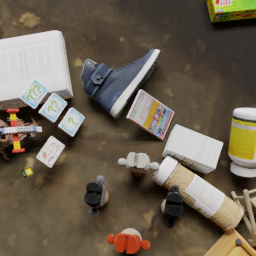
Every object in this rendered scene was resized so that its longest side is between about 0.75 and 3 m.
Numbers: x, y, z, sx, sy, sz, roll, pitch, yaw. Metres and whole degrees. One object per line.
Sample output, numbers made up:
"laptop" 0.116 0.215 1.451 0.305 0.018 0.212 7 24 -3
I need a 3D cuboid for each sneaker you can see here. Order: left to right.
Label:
"sneaker" -0.331 -1.971 9.327 1.991 1.048 2.756 37 78 7

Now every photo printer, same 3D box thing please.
"photo printer" -3.428 -1.876 9.319 2.857 0.992 2.377 -11 77 -3

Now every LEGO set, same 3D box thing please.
"LEGO set" -2.536 0.021 7.990 1.976 0.649 2.646 40 56 -20

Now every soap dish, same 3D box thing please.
"soap dish" 2.870 4.004 7.772 1.925 0.782 1.515 -41 78 -12

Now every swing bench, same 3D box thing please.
"swing bench" 4.172 2.413 8.086 1.631 1.064 1.640 -15 75 -5

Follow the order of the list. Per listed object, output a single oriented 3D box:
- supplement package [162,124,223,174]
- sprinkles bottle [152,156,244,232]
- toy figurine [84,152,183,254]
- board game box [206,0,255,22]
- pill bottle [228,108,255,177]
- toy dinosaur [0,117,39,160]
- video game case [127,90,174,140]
"supplement package" 1.957 0.672 8.637 1.522 0.893 0.890 22 72 5
"sprinkles bottle" 2.037 1.914 8.298 2.656 0.906 0.906 34 77 9
"toy figurine" 0.174 2.087 7.943 2.450 1.704 2.412 -39 72 -8
"board game box" 4.155 -4.669 10.362 2.275 0.542 1.156 -6 74 -2
"pill bottle" 3.593 0.423 8.342 1.079 1.079 1.919 3 104 1
"toy dinosaur" -3.985 0.052 8.635 2.150 0.923 1.457 27 73 -16
"video game case" 0.748 -0.417 8.995 1.462 0.128 1.045 31 74 -23
